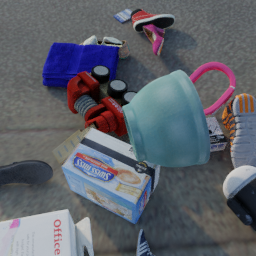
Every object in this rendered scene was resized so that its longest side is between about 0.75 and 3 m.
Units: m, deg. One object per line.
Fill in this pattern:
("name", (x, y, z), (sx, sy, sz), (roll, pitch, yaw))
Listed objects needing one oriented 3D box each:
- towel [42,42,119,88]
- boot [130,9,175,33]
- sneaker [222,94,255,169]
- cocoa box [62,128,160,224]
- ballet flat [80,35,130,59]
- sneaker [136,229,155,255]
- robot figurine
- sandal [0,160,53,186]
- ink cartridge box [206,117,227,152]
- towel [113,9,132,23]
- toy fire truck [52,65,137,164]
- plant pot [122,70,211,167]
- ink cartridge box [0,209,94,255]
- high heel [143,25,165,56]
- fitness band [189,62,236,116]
("towel", (-1.812, -2.490, 10.877), (2.785, 0.690, 2.056), (5, 67, 4))
("boot", (1.139, -5.251, 13.196), (1.966, 0.712, 1.418), (-9, 52, -2))
("sneaker", (3.611, 0.220, 8.937), (0.968, 1.397, 2.494), (3, 87, 3))
("cocoa box", (-0.422, 1.313, 7.732), (2.233, 1.489, 1.465), (23, 57, 17))
("ballet flat", (-1.131, -3.467, 11.748), (2.436, 0.819, 0.829), (2, 55, 2))
("sneaker", (0.479, 3.086, 7.124), (0.513, 0.331, 0.946), (2, 60, 8))
("robot figurine", (3.464, 1.946, 7.460), (1.234, 1.486, 1.977), (-45, 60, 11))
("sandal", (-3.262, 1.281, 8.284), (2.061, 0.784, 0.441), (-4, 26, -4))
("ink cartridge box", (1.900, 0.333, 9.092), (2.266, 0.501, 1.065), (-9, 53, -6))
("towel", (-0.157, -5.492, 13.720), (0.965, 0.115, 0.709), (-34, 62, -21))
("toy fire truck", (-1.334, -0.398, 9.112), (2.845, 1.830, 2.504), (-28, 58, -31))
("plant pot", (0.749, -0.048, 6.649), (1.538, 2.296, 2.296), (-16, 55, -3))
("ink cartridge box", (-2.167, 3.185, 6.088), (2.978, 1.865, 1.914), (-8, 54, -6))
("high heel", (1.009, -3.824, 12.034), (1.018, 0.715, 2.122), (13, 50, 0))
("fitness band", (2.569, -1.245, 9.137), (1.998, 0.374, 1.435), (-47, 68, 0))
